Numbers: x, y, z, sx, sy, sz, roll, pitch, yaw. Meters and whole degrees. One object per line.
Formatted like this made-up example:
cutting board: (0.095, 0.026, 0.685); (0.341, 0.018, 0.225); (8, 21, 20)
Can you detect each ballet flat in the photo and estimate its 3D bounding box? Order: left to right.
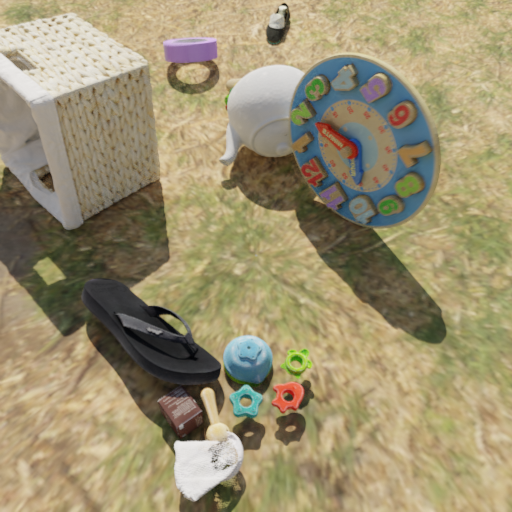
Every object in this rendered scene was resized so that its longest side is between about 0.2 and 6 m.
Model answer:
ballet flat: (0.603, -6.587, 15.693); (0.549, 0.552, 1.614); (11, 51, 6)

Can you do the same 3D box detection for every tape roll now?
tape roll: (-1.677, -5.281, 14.349); (1.356, 0.445, 1.356); (-1, 28, 1)

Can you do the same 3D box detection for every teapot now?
teapot: (0.466, -2.793, 11.658); (2.069, 2.096, 1.531); (4, 59, -31)

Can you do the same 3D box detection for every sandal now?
sandal: (-1.728, 1.082, 8.837); (2.840, 0.608, 1.080); (32, 23, 24)

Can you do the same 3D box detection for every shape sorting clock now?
shape sorting clock: (1.774, -1.937, 9.979); (0.634, 3.234, 3.234); (-33, 57, -29)

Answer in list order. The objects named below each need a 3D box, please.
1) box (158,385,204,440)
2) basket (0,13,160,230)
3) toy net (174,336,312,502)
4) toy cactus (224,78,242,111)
box: (-1.104, 2.293, 8.230); (0.437, 0.441, 0.532); (-31, 57, -23)
basket: (-3.662, -2.733, 10.869); (2.381, 2.961, 2.935); (-34, 57, -28)
toy net: (-0.208, 2.363, 8.177); (1.418, 0.522, 2.703); (21, 55, 11)
toy cactus: (-0.083, -3.885, 13.341); (1.961, 1.003, 1.618); (-36, 40, -23)
